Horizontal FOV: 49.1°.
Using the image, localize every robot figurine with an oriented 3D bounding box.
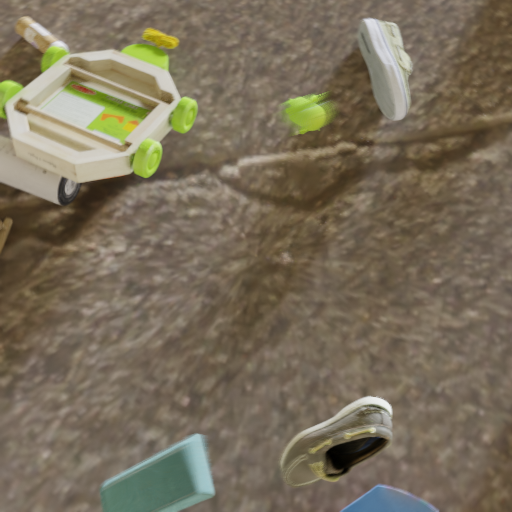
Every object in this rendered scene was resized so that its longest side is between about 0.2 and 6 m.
[{"bbox_3d":[0.681,-1.930,7.626,0.594,0.344,0.521,36,117,31],"label":"robot figurine"}]

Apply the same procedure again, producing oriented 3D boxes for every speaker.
[{"bbox_3d":[-4.213,-1.604,10.099,1.985,0.806,0.806,21,71,8],"label":"speaker"}]

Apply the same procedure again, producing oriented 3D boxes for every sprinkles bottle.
[{"bbox_3d":[-4.358,-4.388,11.374,1.154,0.394,0.394,39,74,14],"label":"sprinkles bottle"}]

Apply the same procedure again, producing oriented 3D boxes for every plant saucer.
[{"bbox_3d":[-1.455,3.201,7.673,2.287,0.217,0.799,-36,60,32],"label":"plant saucer"}]

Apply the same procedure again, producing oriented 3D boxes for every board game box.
[{"bbox_3d":[1.498,5.010,7.707,3.506,0.683,2.770,-33,77,-6],"label":"board game box"}]

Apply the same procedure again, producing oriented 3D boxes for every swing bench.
[{"bbox_3d":[-5.301,-0.017,9.302,1.823,1.189,1.832,2,70,0],"label":"swing bench"}]

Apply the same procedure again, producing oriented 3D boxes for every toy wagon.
[{"bbox_3d":[-2.647,-2.911,10.346,3.024,0.771,3.897,24,52,9],"label":"toy wagon"}]

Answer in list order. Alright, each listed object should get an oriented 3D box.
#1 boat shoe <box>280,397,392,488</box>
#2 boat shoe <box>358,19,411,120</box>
[{"bbox_3d":[0.900,2.302,6.574,0.608,1.703,0.509,38,27,-18],"label":"boat shoe"},{"bbox_3d":[2.634,-3.716,10.890,0.747,0.867,2.408,-8,67,-5],"label":"boat shoe"}]
